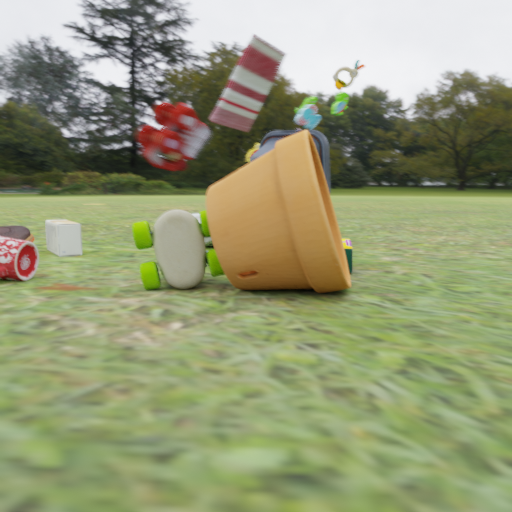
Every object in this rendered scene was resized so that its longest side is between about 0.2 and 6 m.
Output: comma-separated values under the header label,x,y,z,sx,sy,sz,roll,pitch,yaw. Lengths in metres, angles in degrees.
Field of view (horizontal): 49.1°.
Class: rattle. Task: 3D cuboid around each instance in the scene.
label,x,y,z,sx,sy,sz,roll,pitch,yaw
rattle,2.070,-4.031,12.434,0.752,0.490,0.537,-23,3,19

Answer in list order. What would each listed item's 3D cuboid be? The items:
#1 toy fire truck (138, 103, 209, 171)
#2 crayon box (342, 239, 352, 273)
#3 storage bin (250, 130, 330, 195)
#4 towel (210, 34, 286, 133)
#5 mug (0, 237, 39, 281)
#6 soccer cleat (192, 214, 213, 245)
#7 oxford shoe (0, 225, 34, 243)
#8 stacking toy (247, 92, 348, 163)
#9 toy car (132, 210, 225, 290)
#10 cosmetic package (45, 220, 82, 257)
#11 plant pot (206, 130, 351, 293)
label,x,y,z,sx,sy,sz,roll,pitch,yaw
toy fire truck,-1.594,-2.309,11.223,0.790,1.408,1.182,22,-16,38
crayon box,0.910,-0.020,8.936,1.202,0.406,1.393,0,7,8
storage bin,0.518,-1.314,11.773,1.779,2.444,1.642,3,19,19
towel,-0.184,-3.869,12.763,0.235,2.064,1.487,37,19,23
mug,-3.650,0.121,7.744,1.024,0.909,0.683,6,-28,11
soccer cleat,-0.406,-0.594,11.218,2.732,0.946,1.060,0,12,25
oxford shoe,-5.111,-0.435,9.901,0.946,0.964,2.658,4,9,29
stacking toy,0.899,-2.820,12.494,0.531,2.262,1.705,43,-6,-26
toy car,-0.993,-0.051,7.556,1.056,1.014,1.285,-11,-3,-4
cosmetic package,-3.676,-0.355,10.666,0.422,0.624,1.187,-5,11,-30
plant pot,0.261,-0.388,6.961,1.388,1.982,1.982,-16,5,12
